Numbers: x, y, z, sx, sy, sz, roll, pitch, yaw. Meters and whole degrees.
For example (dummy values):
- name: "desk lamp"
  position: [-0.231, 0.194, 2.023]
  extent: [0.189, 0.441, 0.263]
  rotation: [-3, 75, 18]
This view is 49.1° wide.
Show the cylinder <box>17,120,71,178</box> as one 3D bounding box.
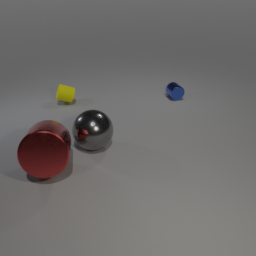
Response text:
- name: "cylinder"
  position: [-2.418, 0.580, 8.308]
  extent: [1.400, 1.400, 1.400]
  rotation: [-5, 14, -8]

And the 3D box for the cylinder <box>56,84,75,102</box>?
- name: "cylinder"
  position: [-2.862, -1.582, 12.820]
  extent: [0.700, 0.700, 0.700]
  rotation: [12, 24, -23]

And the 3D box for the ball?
- name: "ball"
  position: [-1.197, 0.069, 9.568]
  extent: [1.400, 1.400, 1.400]
  rotation: [0, 29, 0]

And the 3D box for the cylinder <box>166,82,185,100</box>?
- name: "cylinder"
  position: [2.278, -1.784, 13.560]
  extent: [0.700, 0.700, 0.700]
  rotation: [-8, 30, -14]
